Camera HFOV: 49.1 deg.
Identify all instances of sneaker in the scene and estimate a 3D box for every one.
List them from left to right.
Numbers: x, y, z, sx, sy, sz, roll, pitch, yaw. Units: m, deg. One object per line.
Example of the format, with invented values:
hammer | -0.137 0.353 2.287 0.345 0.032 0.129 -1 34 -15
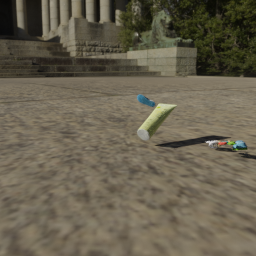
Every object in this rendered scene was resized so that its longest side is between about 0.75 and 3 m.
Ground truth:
sneaker | 0.745 -1.092 11.478 0.842 0.322 0.340 32 8 13

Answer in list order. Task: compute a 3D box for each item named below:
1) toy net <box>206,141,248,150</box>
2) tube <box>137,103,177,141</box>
toy net | 1.931 0.362 5.730 0.500 0.184 0.952 -5 0 -30
tube | 0.667 -0.223 6.619 0.378 0.338 1.303 40 51 3
